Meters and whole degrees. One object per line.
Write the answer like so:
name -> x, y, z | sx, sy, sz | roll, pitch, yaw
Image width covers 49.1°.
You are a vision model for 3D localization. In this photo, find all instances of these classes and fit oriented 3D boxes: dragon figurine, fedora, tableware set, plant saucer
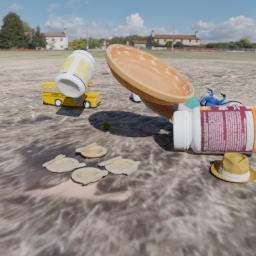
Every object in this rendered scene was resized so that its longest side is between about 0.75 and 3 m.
dragon figurine -> 3.889, -1.098, 12.703 | 2.389, 1.188, 0.703 | 19, 15, -5
fedora -> 2.592, 0.906, 6.804 | 1.164, 0.475, 1.164 | 0, 18, 0
tableware set -> -0.930, 0.900, 7.177 | 2.197, 0.255, 1.835 | 16, 24, 40
plant saucer -> 0.579, -1.478, 7.985 | 2.735, 0.512, 2.735 | 20, 31, -13

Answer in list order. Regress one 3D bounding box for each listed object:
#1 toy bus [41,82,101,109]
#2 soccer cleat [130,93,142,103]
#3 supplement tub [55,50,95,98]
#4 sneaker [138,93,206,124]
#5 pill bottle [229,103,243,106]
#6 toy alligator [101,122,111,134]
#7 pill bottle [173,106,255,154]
toy bus -> -2.752, -1.631, 13.739 | 2.781, 1.089, 0.905 | 4, 18, 13
soccer cleat -> 0.494, -1.877, 15.088 | 0.610, 0.753, 1.745 | -2, 17, -6
supplement tub -> -1.924, -2.028, 10.423 | 1.126, 1.126, 1.549 | 6, 54, 17
sneaker -> 1.523, -1.019, 9.701 | 2.951, 1.053, 1.179 | 40, 52, 10
pill bottle -> 4.686, -0.763, 11.942 | 0.537, 0.537, 0.948 | -2, 17, -7
toy alligator -> -0.774, -0.050, 10.189 | 0.329, 0.239, 0.993 | -6, 18, -16
pill bottle -> 2.484, 0.049, 7.910 | 2.333, 1.332, 1.332 | 0, 17, 11
